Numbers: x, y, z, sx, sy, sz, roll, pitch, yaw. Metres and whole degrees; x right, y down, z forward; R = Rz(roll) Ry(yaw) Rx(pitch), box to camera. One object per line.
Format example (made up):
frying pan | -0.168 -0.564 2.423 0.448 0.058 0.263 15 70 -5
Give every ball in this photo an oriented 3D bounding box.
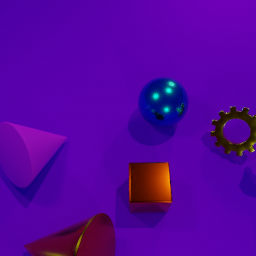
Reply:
ball | 0.855 -0.625 6.838 1.225 1.225 1.225 0 60 0

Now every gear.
gear | 2.535 0.067 6.540 1.146 1.146 0.212 33 22 17

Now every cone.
cone | -1.289 2.316 5.198 1.620 1.613 1.613 0 58 22
cone | -1.946 0.405 6.326 1.429 1.429 1.434 43 38 22

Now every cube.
cube | 0.439 1.271 5.924 0.848 0.848 0.848 -1 60 0
